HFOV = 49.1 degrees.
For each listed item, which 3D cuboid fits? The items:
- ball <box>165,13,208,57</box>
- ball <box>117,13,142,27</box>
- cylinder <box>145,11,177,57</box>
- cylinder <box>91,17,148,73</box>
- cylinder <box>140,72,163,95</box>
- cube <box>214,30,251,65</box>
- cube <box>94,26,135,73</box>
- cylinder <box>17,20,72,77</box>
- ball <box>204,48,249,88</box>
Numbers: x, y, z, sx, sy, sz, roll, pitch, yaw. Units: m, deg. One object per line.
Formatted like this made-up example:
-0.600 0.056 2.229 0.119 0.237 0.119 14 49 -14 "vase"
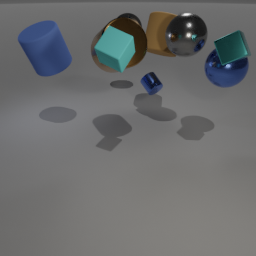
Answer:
1.936 -3.087 9.352 1.400 1.400 1.400 0 28 0 "ball"
-0.018 -4.764 13.430 1.400 1.400 1.400 0 28 0 "ball"
1.390 -3.653 11.031 1.400 1.400 1.400 13 9 -2 "cylinder"
-0.306 -2.462 8.533 1.400 1.400 1.400 -11 8 -19 "cylinder"
0.982 -1.842 11.634 0.700 0.700 0.700 -21 70 -35 "cylinder"
2.888 -2.191 7.720 0.700 0.700 0.700 -19 1 33 "cube"
-0.309 -1.938 6.943 0.700 0.700 0.700 28 79 12 "cube"
-2.855 -2.760 9.751 1.400 1.400 1.400 -10 45 10 "cylinder"
3.267 -2.048 9.333 1.400 1.400 1.400 0 28 0 "ball"
